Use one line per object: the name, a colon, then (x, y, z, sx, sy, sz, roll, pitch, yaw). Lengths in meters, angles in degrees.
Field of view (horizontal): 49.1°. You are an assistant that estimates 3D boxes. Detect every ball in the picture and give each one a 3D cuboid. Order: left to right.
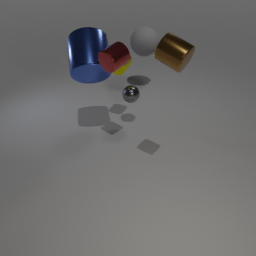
ball: (0.120, -1.336, 11.040, 0.700, 0.700, 0.700, 0, 32, 0)
ball: (0.805, -4.235, 13.756, 1.400, 1.400, 1.400, 0, 32, 0)

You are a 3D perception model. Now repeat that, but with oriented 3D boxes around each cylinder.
cylinder: (-1.319, -2.443, 9.572, 1.400, 1.400, 1.400, -5, 74, -8)
cylinder: (-0.411, -2.104, 8.328, 0.700, 0.700, 0.700, 26, 54, 35)
cylinder: (-0.285, -2.461, 10.635, 0.700, 0.700, 0.700, 13, 40, 19)
cylinder: (1.095, -1.773, 6.587, 0.700, 0.700, 0.700, 36, 43, 14)
